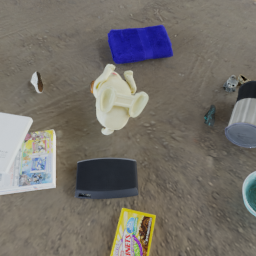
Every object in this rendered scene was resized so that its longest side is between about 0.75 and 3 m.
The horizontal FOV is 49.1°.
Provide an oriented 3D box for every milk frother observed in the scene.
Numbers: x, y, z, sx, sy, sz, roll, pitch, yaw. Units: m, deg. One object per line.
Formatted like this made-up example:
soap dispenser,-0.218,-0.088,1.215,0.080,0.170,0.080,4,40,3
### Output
milk frother,5.002,-0.838,10.400,2.237,2.478,2.331,10,55,28

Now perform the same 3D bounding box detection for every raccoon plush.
raccoon plush,4.604,-2.163,12.430,0.569,0.788,1.176,9,56,6

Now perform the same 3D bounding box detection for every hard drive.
hard drive,-4.662,0.494,10.317,1.501,0.299,2.277,9,57,9
hard drive,-0.762,1.736,9.985,2.226,0.471,1.501,-2,56,-1

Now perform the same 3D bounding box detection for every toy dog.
toy dog,-0.560,-1.261,11.172,1.824,2.535,2.614,0,37,-18

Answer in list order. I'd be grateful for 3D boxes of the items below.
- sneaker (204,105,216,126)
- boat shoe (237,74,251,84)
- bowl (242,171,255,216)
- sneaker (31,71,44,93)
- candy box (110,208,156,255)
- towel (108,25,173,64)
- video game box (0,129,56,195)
sneaker,3.398,-0.564,11.594,0.419,0.399,1.057,9,56,9
boat shoe,5.372,-2.054,12.644,0.348,0.314,0.966,-29,61,-18
bowl,4.562,2.335,9.296,1.687,0.883,1.687,-2,58,4
sneaker,-4.115,-1.982,12.638,0.465,0.400,1.098,-27,63,24
candy box,0.102,3.738,8.743,1.166,0.301,2.281,9,56,9
towel,0.579,-4.234,13.855,2.983,0.739,2.203,-11,56,-7
video game box,-3.730,1.204,10.319,2.071,0.532,2.273,-8,56,-2
